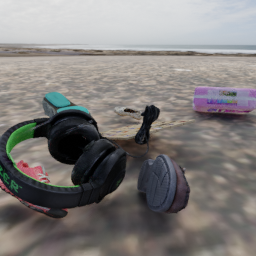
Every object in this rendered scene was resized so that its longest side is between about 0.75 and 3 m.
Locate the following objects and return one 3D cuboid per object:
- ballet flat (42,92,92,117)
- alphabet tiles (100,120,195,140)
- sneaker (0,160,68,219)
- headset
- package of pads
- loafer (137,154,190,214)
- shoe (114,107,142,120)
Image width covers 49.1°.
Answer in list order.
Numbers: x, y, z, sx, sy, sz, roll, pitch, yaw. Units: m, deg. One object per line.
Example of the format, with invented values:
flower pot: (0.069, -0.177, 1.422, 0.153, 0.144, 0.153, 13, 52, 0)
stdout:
ballet flat: (-1.572, -0.290, 7.242, 0.824, 0.779, 2.447, -14, 27, -28)
alphabet tiles: (0.173, 0.040, 6.348, 1.730, 0.078, 2.070, -14, 6, -30)
sneaker: (-1.253, 0.782, 3.809, 1.247, 0.460, 0.541, 19, 69, 31)
headset: (-0.556, 0.225, 4.156, 2.539, 1.193, 1.568, -8, 41, -43)
package of pads: (2.986, -0.872, 8.842, 1.851, 0.700, 1.115, 4, -1, 12)
loafer: (0.539, 0.720, 3.678, 0.578, 0.659, 1.835, 16, -5, -5)
shoe: (0.005, -0.489, 8.228, 0.892, 0.238, 0.312, 17, 51, 19)
